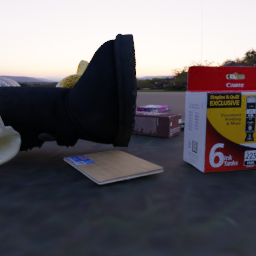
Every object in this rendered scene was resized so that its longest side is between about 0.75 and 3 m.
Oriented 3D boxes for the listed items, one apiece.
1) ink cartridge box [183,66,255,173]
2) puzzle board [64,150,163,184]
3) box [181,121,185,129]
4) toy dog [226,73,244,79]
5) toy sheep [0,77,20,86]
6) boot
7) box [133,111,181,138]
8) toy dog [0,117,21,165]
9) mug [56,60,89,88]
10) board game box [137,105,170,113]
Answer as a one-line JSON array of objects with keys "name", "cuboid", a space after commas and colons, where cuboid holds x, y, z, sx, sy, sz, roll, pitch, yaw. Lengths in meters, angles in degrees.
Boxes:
[{"name": "ink cartridge box", "cuboid": [1.882, -0.205, 4.484, 1.818, 1.596, 0.762, -3, 9, -13]}, {"name": "puzzle board", "cuboid": [-0.275, 0.578, 4.321, 1.032, 0.119, 1.369, -7, 10, -31]}, {"name": "box", "cuboid": [1.134, -0.086, 8.248, 0.915, 0.225, 0.947, -5, 9, -40]}, {"name": "toy dog", "cuboid": [4.674, -1.694, 13.345, 2.707, 1.948, 2.792, 10, 5, -19]}, {"name": "toy sheep", "cuboid": [-5.305, -1.265, 11.567, 1.775, 1.775, 2.574, 0, 24, 3]}, {"name": "boot", "cuboid": [-1.146, -0.349, 4.482, 2.482, 1.128, 2.954, 0, -19, -4]}, {"name": "box", "cuboid": [0.544, -0.121, 7.372, 1.540, 0.577, 0.771, 4, 9, 33]}, {"name": "toy dog", "cuboid": [-3.199, 0.021, 4.162, 2.350, 1.640, 2.279, 5, 38, 29]}, {"name": "mug", "cuboid": [-1.597, -1.019, 9.416, 1.615, 2.016, 1.655, 42, -11, -13]}, {"name": "board game box", "cuboid": [1.284, -0.959, 13.793, 1.108, 0.298, 1.846, 8, 11, 23]}]
